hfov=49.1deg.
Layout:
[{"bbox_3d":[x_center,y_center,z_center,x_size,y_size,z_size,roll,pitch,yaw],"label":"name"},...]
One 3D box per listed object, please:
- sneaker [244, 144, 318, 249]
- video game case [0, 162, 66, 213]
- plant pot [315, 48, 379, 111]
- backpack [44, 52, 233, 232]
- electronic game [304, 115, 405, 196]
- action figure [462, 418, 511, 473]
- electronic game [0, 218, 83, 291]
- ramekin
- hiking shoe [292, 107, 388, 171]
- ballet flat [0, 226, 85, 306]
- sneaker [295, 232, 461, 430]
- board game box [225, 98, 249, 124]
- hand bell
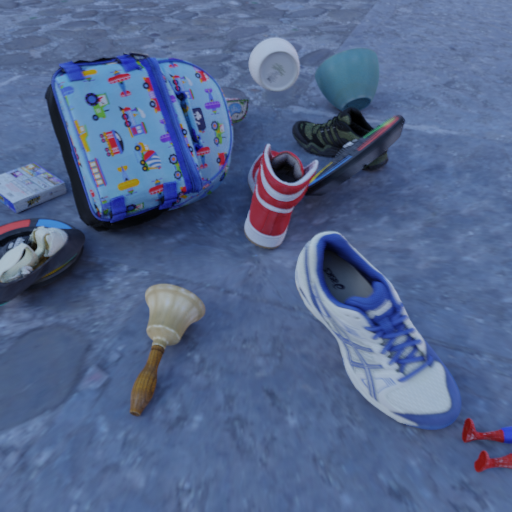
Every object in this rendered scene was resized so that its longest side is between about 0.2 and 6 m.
[{"bbox_3d":[0.492,-1.694,11.148,1.092,1.725,3.067,15,39,-8],"label":"sneaker"},{"bbox_3d":[-5.019,-1.502,12.202,1.320,0.300,1.196,31,48,33],"label":"video game case"},{"bbox_3d":[2.594,-4.629,15.304,1.762,1.762,1.187,-10,77,-12],"label":"plant pot"},{"bbox_3d":[-1.931,-2.334,10.860,3.493,3.189,2.350,-17,7,-24],"label":"backpack"},{"bbox_3d":[1.962,-2.047,11.482,0.519,2.493,2.493,52,49,-6],"label":"electronic game"},{"bbox_3d":[3.942,2.120,7.002,2.348,1.162,0.766,-1,39,-5],"label":"action figure"},{"bbox_3d":[-4.248,-0.056,10.260,2.103,0.438,2.103,0,39,0],"label":"electronic game"},{"bbox_3d":[0.502,-4.778,14.202,1.294,1.294,0.679,-6,37,-8],"label":"ramekin"},{"bbox_3d":[2.020,-3.003,13.299,2.570,1.294,0.973,23,44,27],"label":"hiking shoe"},{"bbox_3d":[-3.739,-0.010,9.514,0.787,0.787,2.153,20,44,24],"label":"ballet flat"},{"bbox_3d":[1.574,1.010,7.497,1.156,1.353,3.070,-38,74,-12],"label":"sneaker"},{"bbox_3d":[-1.491,-3.471,13.915,2.628,0.811,2.630,17,26,34],"label":"board game box"},{"bbox_3d":[-1.479,1.454,8.247,0.984,0.984,1.889,8,52,10],"label":"hand bell"}]
